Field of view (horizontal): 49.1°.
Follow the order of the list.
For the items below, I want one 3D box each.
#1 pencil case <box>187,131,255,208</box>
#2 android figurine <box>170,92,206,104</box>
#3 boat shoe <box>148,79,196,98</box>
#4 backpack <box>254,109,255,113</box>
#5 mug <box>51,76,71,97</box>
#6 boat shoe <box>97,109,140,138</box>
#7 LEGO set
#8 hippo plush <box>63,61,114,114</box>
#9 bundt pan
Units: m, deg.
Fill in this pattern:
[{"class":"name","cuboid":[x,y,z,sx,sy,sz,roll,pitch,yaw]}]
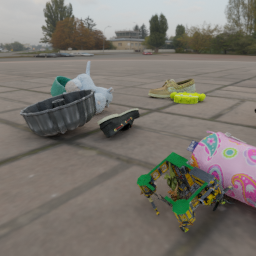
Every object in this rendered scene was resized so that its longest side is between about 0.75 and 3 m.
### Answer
[{"class":"pencil case","cuboid":[2.495,0.906,5.206,1.232,1.232,2.818,-12,22,-34]},{"class":"android figurine","cuboid":[3.138,-1.624,14.815,1.799,0.406,1.976,8,17,23]},{"class":"boat shoe","cuboid":[2.511,-2.320,16.007,2.880,0.956,1.066,-9,20,-19]},{"class":"backpack","cuboid":[6.403,-0.765,9.407,2.819,2.171,2.685,-4,28,-21]},{"class":"mug","cuboid":[-3.070,-1.723,13.938,1.607,0.994,1.321,42,26,17]},{"class":"boat shoe","cuboid":[-0.204,-0.193,9.683,0.782,0.670,2.138,-32,-4,34]},{"class":"LEGO set","cuboid":[1.022,1.250,5.199,1.229,0.926,1.599,-43,33,-23]},{"class":"hippo plush","cuboid":[-1.717,-1.359,12.511,1.869,1.852,2.325,31,43,-1]},{"class":"bundt pan","cuboid":[-2.230,-0.493,9.538,2.583,0.969,2.583,-14,18,5]}]
